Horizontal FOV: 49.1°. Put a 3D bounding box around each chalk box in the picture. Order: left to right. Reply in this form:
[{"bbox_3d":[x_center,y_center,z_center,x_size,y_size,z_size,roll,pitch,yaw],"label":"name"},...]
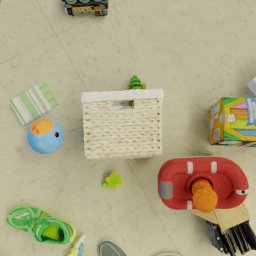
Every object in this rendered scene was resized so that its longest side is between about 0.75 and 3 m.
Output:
[{"bbox_3d":[4.174,-0.159,9.529,2.386,1.489,1.479,2,80,-1],"label":"chalk box"}]

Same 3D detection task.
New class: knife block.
[{"bbox_3d":[3.396,2.610,9.272,2.633,0.960,2.999,24,80,4],"label":"knife block"}]

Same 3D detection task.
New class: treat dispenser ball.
[{"bbox_3d":[-2.808,0.281,9.584,1.225,1.225,1.225,0,79,0],"label":"treat dispenser ball"}]

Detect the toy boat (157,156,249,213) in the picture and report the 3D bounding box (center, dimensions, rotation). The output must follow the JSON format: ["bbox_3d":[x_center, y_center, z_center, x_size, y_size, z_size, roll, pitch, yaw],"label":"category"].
[{"bbox_3d":[2.121,1.760,7.911,2.533,1.656,1.653,-3,109,4],"label":"toy boat"}]

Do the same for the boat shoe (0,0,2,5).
[{"bbox_3d":[-5.557,-5.142,10.992,1.126,0.407,0.407,7,80,1],"label":"boat shoe"}]

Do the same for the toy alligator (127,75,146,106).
[{"bbox_3d":[0.337,-0.948,9.892,0.706,0.646,2.382,-4,68,1],"label":"toy alligator"}]

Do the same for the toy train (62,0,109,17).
[{"bbox_3d":[-1.567,-4.756,10.591,1.868,1.065,0.796,-4,50,2],"label":"toy train"}]

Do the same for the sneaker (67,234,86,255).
[{"bbox_3d":[-1.604,4.109,9.311,0.589,0.424,1.121,34,88,-6],"label":"sneaker"}]

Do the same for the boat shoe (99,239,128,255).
[{"bbox_3d":[-0.253,4.674,8.899,0.847,0.719,2.326,-33,74,5],"label":"boat shoe"}]

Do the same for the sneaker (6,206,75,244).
[{"bbox_3d":[-2.862,3.169,9.153,2.331,0.974,0.863,16,81,4],"label":"sneaker"}]

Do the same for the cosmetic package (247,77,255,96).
[{"bbox_3d":[5.521,-1.102,9.879,1.308,0.941,2.318,-38,80,6],"label":"cosmetic package"}]

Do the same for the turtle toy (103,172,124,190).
[{"bbox_3d":[-0.553,1.843,9.699,0.751,0.380,0.547,-40,106,-4],"label":"turtle toy"}]

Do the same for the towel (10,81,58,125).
[{"bbox_3d":[-3.462,-0.908,10.336,1.477,0.227,1.102,-32,83,-8],"label":"towel"}]

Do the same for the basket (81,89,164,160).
[{"bbox_3d":[-0.131,-0.008,9.008,2.442,2.464,1.981,-3,81,0],"label":"basket"}]

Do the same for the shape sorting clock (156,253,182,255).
[{"bbox_3d":[1.374,5.228,9.045,2.217,0.435,2.217,0,79,0],"label":"shape sorting clock"}]
